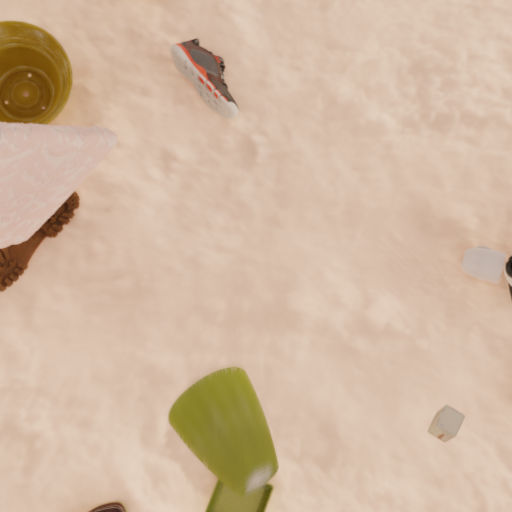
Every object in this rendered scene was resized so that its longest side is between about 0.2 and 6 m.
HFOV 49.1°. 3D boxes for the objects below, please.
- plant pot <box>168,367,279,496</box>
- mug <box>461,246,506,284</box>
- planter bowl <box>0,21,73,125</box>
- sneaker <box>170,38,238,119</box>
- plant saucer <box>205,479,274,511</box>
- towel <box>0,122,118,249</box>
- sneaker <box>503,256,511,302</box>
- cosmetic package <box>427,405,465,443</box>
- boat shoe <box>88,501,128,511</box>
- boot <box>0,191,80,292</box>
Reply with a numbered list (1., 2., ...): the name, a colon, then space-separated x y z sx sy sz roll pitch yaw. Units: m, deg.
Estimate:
1. plant pot: -0.325 2.507 7.770 1.307 1.307 1.397 -34 56 -9
2. mug: 4.556 0.093 11.255 0.745 0.627 0.850 15 43 20
3. planter bowl: -5.039 -3.601 11.933 2.439 1.016 2.439 0 85 -5
4. sneaker: -0.958 -4.000 12.252 0.908 0.854 2.217 -35 78 -15
5. plant saucer: -0.317 4.471 10.193 1.016 0.243 1.014 21 76 6
6. towel: -3.823 -1.003 8.743 2.866 3.001 0.484 -41 90 19
7. sneaker: 6.066 0.187 11.075 2.929 1.083 1.161 -24 120 -17
8. cosmetic package: 2.398 2.131 7.090 0.270 0.618 0.319 28 73 18
9. boat shoe: -3.078 4.869 9.903 1.629 0.586 0.587 -20 75 -5
10. boot: -5.272 -0.466 11.159 1.759 1.231 3.281 34 71 15
